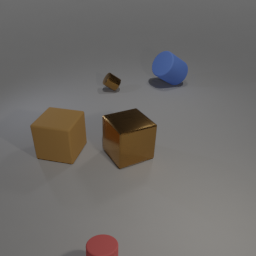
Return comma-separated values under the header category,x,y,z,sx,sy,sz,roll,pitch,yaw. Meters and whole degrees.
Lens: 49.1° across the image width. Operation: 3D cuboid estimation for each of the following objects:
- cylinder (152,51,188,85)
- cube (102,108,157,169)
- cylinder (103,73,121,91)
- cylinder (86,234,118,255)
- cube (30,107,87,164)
category,x,y,z,sx,sy,sz,roll,pitch,yaw
cylinder,2.231,-3.165,14.889,1.400,1.400,1.400,18,14,-43
cube,0.016,0.319,9.795,1.400,1.400,1.400,-14,35,-26
cylinder,-0.836,-2.389,14.458,0.700,0.700,0.700,29,22,-27
cylinder,-0.562,2.830,6.111,0.700,0.700,0.700,1,16,0
cube,-2.400,0.238,9.975,1.400,1.400,1.400,7,32,11
